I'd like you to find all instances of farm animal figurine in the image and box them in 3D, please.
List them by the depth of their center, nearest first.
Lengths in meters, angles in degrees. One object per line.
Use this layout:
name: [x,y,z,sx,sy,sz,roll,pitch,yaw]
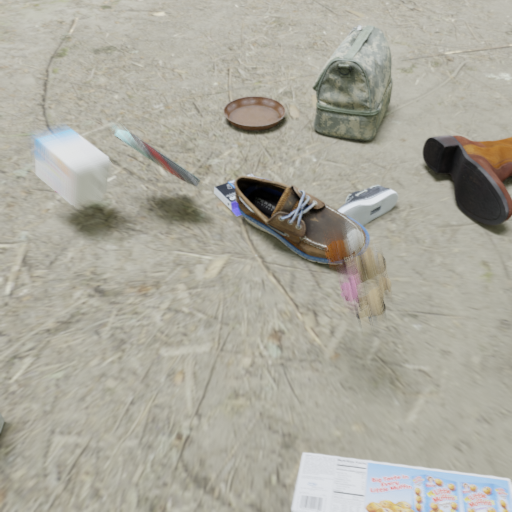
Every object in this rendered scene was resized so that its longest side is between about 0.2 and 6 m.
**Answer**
farm animal figurine: [1.467,0.189,7.393,0.575,1.102,1.090,-28,0,28]

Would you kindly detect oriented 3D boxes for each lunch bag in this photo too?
lunch bag: [2.493,-4.410,14.094,1.728,2.081,2.481,16,44,17]

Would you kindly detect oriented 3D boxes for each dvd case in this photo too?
dvd case: [-1.939,-1.922,10.958,0.180,1.632,1.192,-59,27,0]

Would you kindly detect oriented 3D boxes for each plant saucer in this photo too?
plant saucer: [-0.042,-3.695,14.666,1.628,0.280,1.628,-1,42,1]

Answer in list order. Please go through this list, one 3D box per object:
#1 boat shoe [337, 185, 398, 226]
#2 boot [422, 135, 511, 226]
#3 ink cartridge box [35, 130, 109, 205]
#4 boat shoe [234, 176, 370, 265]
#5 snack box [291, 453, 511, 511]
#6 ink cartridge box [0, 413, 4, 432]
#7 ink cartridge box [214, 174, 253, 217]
boat shoe: [2.116,-1.045,11.469,1.767,0.634,0.599,-26,48,-28]
boot: [5.662,-1.762,12.287,3.105,1.063,2.924,-5,34,-16]
ink cartridge box: [-3.467,-1.659,10.696,1.321,0.849,0.827,37,42,23]
boat shoe: [0.707,-0.726,10.572,2.962,1.072,1.070,22,76,31]
snack box: [1.786,3.005,6.851,2.602,0.316,0.935,3,27,13]
ink cartridge box: [-4.237,2.345,7.462,1.288,0.936,0.932,1,42,1]
ink cartridge box: [-0.252,-1.324,12.083,0.985,0.216,0.995,-23,48,-24]
